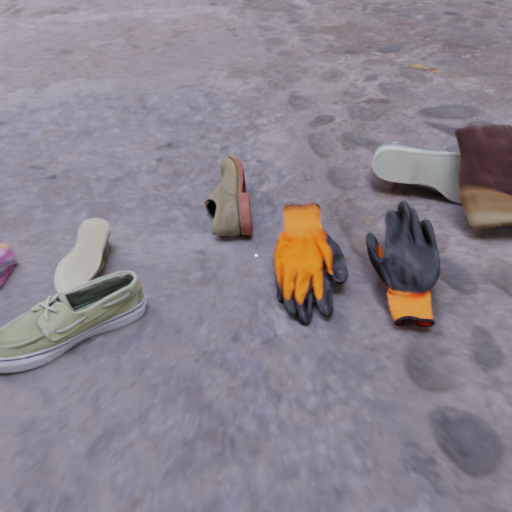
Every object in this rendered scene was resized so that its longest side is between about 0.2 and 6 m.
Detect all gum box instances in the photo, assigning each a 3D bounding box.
[{"bbox_3d":[-4.895,0.169,9.625,1.332,0.441,0.756,0,37,2],"label":"gum box"}]

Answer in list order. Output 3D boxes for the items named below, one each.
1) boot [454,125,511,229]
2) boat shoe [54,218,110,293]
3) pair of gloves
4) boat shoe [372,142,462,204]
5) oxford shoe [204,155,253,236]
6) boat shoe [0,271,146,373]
[{"bbox_3d":[4.997,-1.551,10.591,2.394,0.866,1.991,-2,80,-6],"label":"boot"},{"bbox_3d":[-2.941,0.123,9.622,0.662,0.549,1.843,6,43,-2],"label":"boat shoe"},{"bbox_3d":[1.655,0.041,9.350,2.741,0.339,2.442,1,54,6],"label":"pair of gloves"},{"bbox_3d":[3.779,-1.798,11.581,2.753,1.002,0.851,14,28,6],"label":"boat shoe"},{"bbox_3d":[-0.618,-1.256,11.106,0.876,0.825,2.343,-9,39,-2],"label":"oxford shoe"},{"bbox_3d":[-2.921,0.898,8.493,2.556,0.793,0.920,-24,45,-26],"label":"boat shoe"}]
